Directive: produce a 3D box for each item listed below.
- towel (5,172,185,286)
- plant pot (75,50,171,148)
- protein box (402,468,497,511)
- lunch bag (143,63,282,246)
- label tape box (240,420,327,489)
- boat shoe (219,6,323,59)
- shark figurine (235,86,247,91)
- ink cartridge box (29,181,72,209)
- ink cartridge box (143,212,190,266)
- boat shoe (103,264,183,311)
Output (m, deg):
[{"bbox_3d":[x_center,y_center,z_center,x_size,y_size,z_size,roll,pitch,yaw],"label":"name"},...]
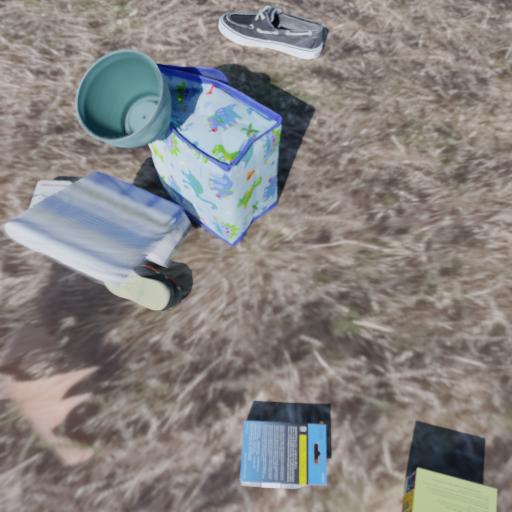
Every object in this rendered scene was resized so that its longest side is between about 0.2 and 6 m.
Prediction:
[{"bbox_3d":[-2.464,-0.551,9.144,1.969,0.319,2.681,24,30,4],"label":"towel"},{"bbox_3d":[-1.993,-2.390,9.093,1.503,1.007,1.503,-3,79,16],"label":"plant pot"},{"bbox_3d":[2.709,3.837,8.001,1.149,0.781,1.157,12,58,8],"label":"protein box"},{"bbox_3d":[-1.059,-2.072,10.797,2.989,2.541,1.904,34,63,20],"label":"lunch bag"},{"bbox_3d":[0.423,3.097,8.706,1.297,0.410,0.935,3,57,2],"label":"label tape box"},{"bbox_3d":[0.356,-5.841,14.191,2.807,0.951,1.007,22,60,14],"label":"boat shoe"},{"bbox_3d":[-0.584,-2.948,12.460,0.937,1.569,0.655,6,11,37],"label":"shark figurine"},{"bbox_3d":[-4.139,-1.018,11.377,0.734,0.416,1.001,2,57,2],"label":"ink cartridge box"},{"bbox_3d":[-1.924,-0.448,10.812,0.804,0.466,1.089,16,65,27],"label":"ink cartridge box"},{"bbox_3d":[-2.169,0.488,10.343,1.853,0.580,0.678,25,99,29],"label":"boat shoe"}]
